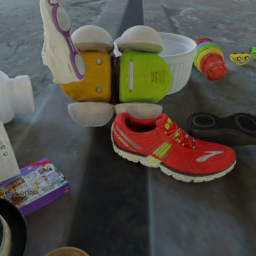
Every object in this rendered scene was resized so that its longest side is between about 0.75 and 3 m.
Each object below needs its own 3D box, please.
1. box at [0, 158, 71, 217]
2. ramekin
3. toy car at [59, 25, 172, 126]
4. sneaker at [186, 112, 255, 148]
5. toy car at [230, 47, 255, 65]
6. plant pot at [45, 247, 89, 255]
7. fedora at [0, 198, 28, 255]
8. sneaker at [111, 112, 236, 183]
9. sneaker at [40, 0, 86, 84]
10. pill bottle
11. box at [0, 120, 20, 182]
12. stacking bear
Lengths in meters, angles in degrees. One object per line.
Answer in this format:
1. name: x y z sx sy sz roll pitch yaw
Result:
1. box: -2.025 1.222 5.494 1.491 0.291 1.020 -24 40 -32
2. ramekin: 0.914 -2.249 9.742 2.786 1.462 2.786 0 34 0
3. toy car: -0.307 -1.308 7.913 2.986 2.613 2.239 1 -3 2
4. sneaker: 2.327 0.141 6.608 1.980 0.899 0.752 7 48 7
5. toy car: 5.348 -2.965 11.788 1.945 0.434 1.830 14 35 20
6. plant pot: -0.888 2.180 3.932 0.878 0.405 0.878 0 32 0
7. fedora: -2.668 1.680 3.803 2.395 1.094 2.395 -3 42 2
8. sneaker: 0.905 0.298 6.077 2.821 1.198 1.086 12 35 17
9. sneaker: -1.415 -1.621 5.310 0.824 1.654 0.619 -9 15 26
10. pill bottle: -3.941 -0.770 7.486 2.593 1.452 1.452 -8 34 -12
11. box: -3.588 0.628 5.311 2.421 1.180 1.506 -23 26 -30
12. stacking bear: 3.061 -2.471 10.494 1.250 1.170 2.058 -2 38 -3
